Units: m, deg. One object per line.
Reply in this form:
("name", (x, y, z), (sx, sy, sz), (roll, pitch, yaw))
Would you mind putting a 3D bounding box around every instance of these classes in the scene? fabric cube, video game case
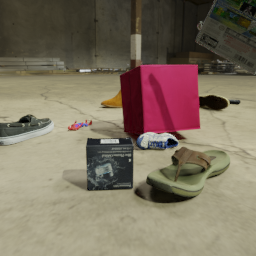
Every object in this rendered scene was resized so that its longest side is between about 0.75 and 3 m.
("fabric cube", (1.062, -0.966, 9.874), (2.117, 2.151, 2.158), (-6, 4, -20))
("video game case", (2.769, -2.453, 6.841), (1.801, 1.642, 0.198), (37, 40, 18))

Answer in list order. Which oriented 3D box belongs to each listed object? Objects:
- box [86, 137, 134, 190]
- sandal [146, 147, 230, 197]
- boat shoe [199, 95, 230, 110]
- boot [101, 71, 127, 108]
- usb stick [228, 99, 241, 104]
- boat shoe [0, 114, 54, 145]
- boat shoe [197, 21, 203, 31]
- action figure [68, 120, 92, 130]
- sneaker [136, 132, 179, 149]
("box", (-0.386, 0.754, 6.012), (0.984, 1.000, 0.587), (-1, 14, -5))
("sandal", (1.395, 0.773, 6.309), (1.142, 0.820, 2.875), (11, 18, 38))
("boat shoe", (4.675, -1.512, 15.526), (0.754, 0.840, 2.271), (-17, 21, -35))
("boot", (-0.167, -2.185, 15.812), (2.803, 2.007, 0.986), (-2, 13, -6))
("usb stick", (6.094, -1.670, 17.359), (1.637, 0.267, 0.454), (11, 17, 38))
("boat shoe", (-3.537, -0.076, 9.917), (0.894, 0.737, 2.604), (5, 15, 21))
("boat shoe", (3.429, -4.277, 12.280), (0.336, 0.911, 0.292), (-42, -4, -27))
("action figure", (-1.944, -0.127, 11.104), (0.412, 0.326, 1.260), (10, 20, 27))
("sneaker", (0.916, 0.409, 8.493), (1.322, 0.498, 0.583), (-8, 18, -22))
